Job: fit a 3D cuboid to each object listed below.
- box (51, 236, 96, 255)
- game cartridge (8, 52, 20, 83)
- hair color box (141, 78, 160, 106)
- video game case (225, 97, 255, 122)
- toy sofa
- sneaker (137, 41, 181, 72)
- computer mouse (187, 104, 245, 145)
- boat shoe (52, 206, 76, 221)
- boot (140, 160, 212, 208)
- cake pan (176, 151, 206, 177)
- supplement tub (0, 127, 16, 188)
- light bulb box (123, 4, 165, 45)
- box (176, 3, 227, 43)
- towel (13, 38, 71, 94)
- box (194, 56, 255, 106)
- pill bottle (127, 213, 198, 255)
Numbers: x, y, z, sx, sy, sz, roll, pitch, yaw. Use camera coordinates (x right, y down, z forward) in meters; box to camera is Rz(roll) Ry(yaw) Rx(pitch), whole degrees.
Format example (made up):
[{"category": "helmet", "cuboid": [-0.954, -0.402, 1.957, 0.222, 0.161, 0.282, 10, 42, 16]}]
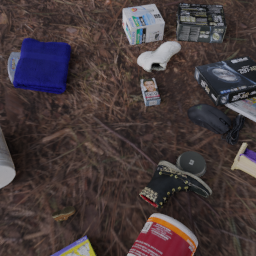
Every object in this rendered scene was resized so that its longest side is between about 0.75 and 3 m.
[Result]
[{"category": "box", "cuboid": [-1.229, 4.280, 7.756, 1.239, 0.511, 2.112, -26, 61, -17]}, {"category": "game cartridge", "cuboid": [-4.732, -2.726, 12.558, 1.205, 0.376, 1.809, 2, 53, -24]}, {"category": "hair color box", "cuboid": [0.941, -1.529, 11.866, 0.608, 0.372, 1.227, -7, 55, -5]}, {"category": "video game case", "cuboid": [4.971, -0.894, 11.227, 1.413, 0.171, 1.552, -26, 42, -23]}, {"category": "toy sofa", "cuboid": [4.724, 1.361, 9.462, 2.127, 1.038, 0.881, 29, 60, 20]}, {"category": "sneaker", "cuboid": [1.582, -3.141, 12.819, 2.179, 0.849, 1.082, -29, 66, -8]}, {"category": "computer mouse", "cuboid": [3.416, -0.407, 10.955, 2.204, 0.581, 1.527, 25, 59, 16]}, {"category": "boat shoe", "cuboid": [-1.947, 2.688, 8.737, 0.882, 0.300, 0.317, -20, 23, 27]}, {"category": "boot", "cuboid": [1.532, 2.091, 9.156, 2.001, 0.722, 1.511, 28, 62, 25]}, {"category": "cake pan", "cuboid": [2.280, 1.276, 10.024, 1.075, 0.197, 1.075, 0, 55, 0]}, {"category": "supplement tub", "cuboid": [-4.880, 0.842, 9.534, 1.506, 1.506, 2.283, -24, 60, -16]}, {"category": "light bulb box", "cuboid": [0.737, -5.175, 13.985, 1.693, 1.057, 1.678, -12, 56, -9]}, {"category": "box", "cuboid": [3.622, -5.300, 14.112, 2.278, 0.981, 1.865, 3, 55, 2]}, {"category": "towel", "cuboid": [-3.703, -2.732, 12.355, 2.172, 0.729, 2.941, 4, 52, -11]}, {"category": "box", "cuboid": [4.483, -2.062, 11.937, 2.631, 0.573, 2.108, -13, 48, -8]}, {"category": "pill bottle", "cuboid": [0.627, 3.820, 7.444, 1.537, 1.537, 2.721, 28, 61, 18]}]
